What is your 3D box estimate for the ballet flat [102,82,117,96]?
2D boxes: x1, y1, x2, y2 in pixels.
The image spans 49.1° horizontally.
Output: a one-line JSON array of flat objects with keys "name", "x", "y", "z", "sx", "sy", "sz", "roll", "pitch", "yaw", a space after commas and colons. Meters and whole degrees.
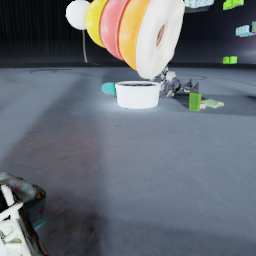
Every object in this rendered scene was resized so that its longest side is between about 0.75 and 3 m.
[{"name": "ballet flat", "x": -0.361, "y": -1.941, "z": 14.480, "sx": 2.006, "sy": 0.745, "sz": 0.745, "roll": 9, "pitch": 18, "yaw": 21}]

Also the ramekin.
[{"name": "ramekin", "x": 0.419, "y": -1.427, "z": 11.917, "sx": 1.908, "sy": 0.930, "sz": 1.908, "roll": 0, "pitch": 17, "yaw": 0}]

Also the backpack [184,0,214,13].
[{"name": "backpack", "x": 2.029, "y": -3.869, "z": 7.783, "sx": 0.968, "sy": 1.187, "sz": 0.913, "roll": -21, "pitch": 27, "yaw": -35}]

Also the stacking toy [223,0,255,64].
[{"name": "stacking toy", "x": 2.997, "y": -2.278, "z": 6.338, "sx": 0.477, "sy": 1.530, "sz": 2.029, "roll": -5, "pitch": 10, "yaw": -28}]

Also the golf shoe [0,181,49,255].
[{"name": "golf shoe", "x": -1.042, "y": 1.155, "z": 2.115, "sx": 2.619, "sy": 1.154, "sz": 1.011, "roll": 32, "pitch": 36, "yaw": 34}]

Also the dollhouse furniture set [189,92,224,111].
[{"name": "dollhouse furniture set", "x": 3.163, "y": -1.195, "z": 11.543, "sx": 1.800, "sy": 0.695, "sz": 0.900, "roll": -15, "pitch": 22, "yaw": -42}]

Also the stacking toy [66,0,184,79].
[{"name": "stacking toy", "x": -0.288, "y": -2.653, "z": 6.955, "sx": 2.938, "sy": 2.147, "sz": 2.147, "roll": 24, "pitch": 24, "yaw": 19}]

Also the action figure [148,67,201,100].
[{"name": "action figure", "x": 1.878, "y": -2.148, "z": 13.539, "sx": 2.918, "sy": 1.489, "sz": 1.734, "roll": -2, "pitch": 27, "yaw": -13}]

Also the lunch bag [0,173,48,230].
[{"name": "lunch bag", "x": -1.887, "y": 1.111, "z": 3.861, "sx": 1.359, "sy": 0.524, "sz": 1.090, "roll": 11, "pitch": 22, "yaw": 33}]
